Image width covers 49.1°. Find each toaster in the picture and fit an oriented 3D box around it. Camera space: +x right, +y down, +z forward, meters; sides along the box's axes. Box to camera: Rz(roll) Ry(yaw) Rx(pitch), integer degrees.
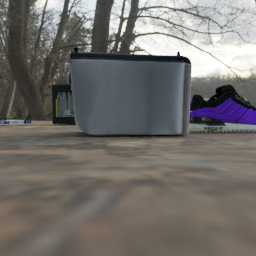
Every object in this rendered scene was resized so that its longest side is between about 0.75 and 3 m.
[{"bbox_3d":[0.027,-0.528,4.781,2.097,1.244,1.896,0,2,-9],"label":"toaster"}]

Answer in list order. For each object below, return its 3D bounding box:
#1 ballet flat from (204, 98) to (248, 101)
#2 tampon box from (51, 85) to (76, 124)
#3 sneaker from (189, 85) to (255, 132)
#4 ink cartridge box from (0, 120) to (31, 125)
[{"bbox_3d":[2.481,-0.459,8.180,0.977,0.977,2.764,-1,2,-21],"label":"ballet flat"},{"bbox_3d":[-1.919,-1.061,13.157,2.802,1.769,2.100,0,2,3],"label":"tampon box"},{"bbox_3d":[2.073,-0.389,5.422,1.852,0.921,0.644,-1,1,-5],"label":"sneaker"},{"bbox_3d":[-4.880,-0.233,11.929,1.051,0.228,1.042,0,2,33],"label":"ink cartridge box"}]
